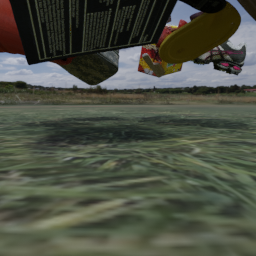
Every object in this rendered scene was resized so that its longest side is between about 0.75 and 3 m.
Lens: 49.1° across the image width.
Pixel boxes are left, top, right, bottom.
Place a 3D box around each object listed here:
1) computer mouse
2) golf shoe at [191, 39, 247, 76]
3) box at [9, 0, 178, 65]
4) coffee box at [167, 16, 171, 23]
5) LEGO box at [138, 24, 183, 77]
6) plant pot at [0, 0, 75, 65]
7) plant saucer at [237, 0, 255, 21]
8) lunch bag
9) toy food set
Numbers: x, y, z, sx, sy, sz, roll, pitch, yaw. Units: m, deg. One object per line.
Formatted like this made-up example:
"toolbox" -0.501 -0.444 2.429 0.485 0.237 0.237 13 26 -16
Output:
"computer mouse" 1.422 -3.426 6.393 2.146 0.494 1.507 17 -7 -5
"golf shoe" 2.812 -2.695 9.731 2.655 1.170 1.025 13 16 -11
"box" -0.631 -2.707 4.768 2.824 1.755 2.847 -13 -15 -15
"coffee box" 0.739 -3.805 8.269 0.563 0.808 1.413 -17 -42 25
"LEGO box" 1.508 -3.177 11.288 0.955 1.844 2.476 21 25 25
"plant pot" -2.398 -2.752 7.388 2.154 2.215 2.215 22 11 13
"plant saucer" 2.987 -3.280 6.857 2.508 2.508 0.369 -6 -26 -48
"lunch bag" -1.544 -3.131 10.251 1.745 2.100 2.504 -24 -39 38
"toy food set" 1.735 -2.851 8.402 2.993 0.978 1.761 -25 -23 25
